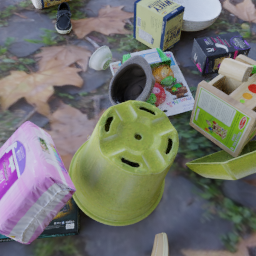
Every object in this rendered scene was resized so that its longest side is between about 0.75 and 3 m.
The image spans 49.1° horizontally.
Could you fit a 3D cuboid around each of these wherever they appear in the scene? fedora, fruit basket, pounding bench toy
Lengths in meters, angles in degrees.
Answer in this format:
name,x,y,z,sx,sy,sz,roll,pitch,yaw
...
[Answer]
name,x,y,z,sx,sy,sz,roll,pitch,yaw
fedora,0.240,-1.259,8.582,0.796,1.762,1.559,11,38,-50
fruit basket,0.806,-1.482,9.387,2.357,1.193,2.545,-14,59,-7
pounding bench toy,3.353,-1.088,7.978,2.239,2.871,1.783,-36,58,-24

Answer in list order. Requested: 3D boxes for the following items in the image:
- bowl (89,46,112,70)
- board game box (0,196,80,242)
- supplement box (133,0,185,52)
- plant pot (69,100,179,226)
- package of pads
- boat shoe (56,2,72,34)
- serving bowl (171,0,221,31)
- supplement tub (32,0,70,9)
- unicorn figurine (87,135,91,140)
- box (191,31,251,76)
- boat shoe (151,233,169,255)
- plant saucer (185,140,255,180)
name,x,y,z,sx,sy,sz,roll,pitch,yaw
bowl,-0.916,-2.472,10.287,1.002,1.002,0.450,-39,74,-25
board game box,-2.435,2.066,7.308,2.321,0.327,1.570,-4,54,-3
supplement box,1.166,-4.123,11.046,1.624,1.626,1.091,38,62,25
plant pot,-0.034,0.711,6.657,2.658,2.443,2.658,6,59,-10
package of pads,-2.070,1.008,5.843,1.428,0.897,2.369,-47,39,1
boat shoe,-2.804,-4.808,12.210,0.709,0.591,1.899,-2,55,-4
serving bowl,2.505,-5.060,12.117,2.794,0.919,2.794,3,55,-5
supplement tub,-3.417,-6.568,12.850,2.240,1.617,1.617,-24,57,-16
unicorn figurine,-0.607,0.518,8.312,1.293,0.695,1.882,5,71,4
box,3.421,-2.799,10.496,1.783,0.945,1.090,-12,55,-9
boat shoe,0.435,3.323,6.145,0.684,0.760,2.107,13,60,8
plant saucer,2.962,0.829,7.345,2.240,2.243,0.537,-17,85,-12
